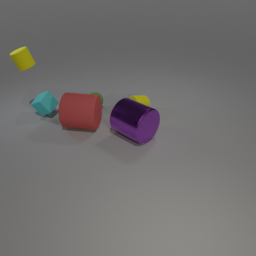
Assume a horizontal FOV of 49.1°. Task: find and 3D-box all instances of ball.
[{"bbox_3d":[-1.458,-1.245,12.563,0.700,0.700,0.700,0,33,0],"label":"ball"}]

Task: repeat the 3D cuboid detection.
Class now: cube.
[{"bbox_3d":[-3.584,-1.058,12.081,0.700,0.700,0.700,-11,41,38],"label":"cube"}]

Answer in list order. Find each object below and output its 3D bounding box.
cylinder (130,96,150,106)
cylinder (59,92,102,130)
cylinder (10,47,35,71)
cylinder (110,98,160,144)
[{"bbox_3d":[0.472,-1.079,12.368,0.700,0.700,0.700,-5,30,-36],"label":"cylinder"},{"bbox_3d":[-1.884,-0.686,11.303,1.400,1.400,1.400,5,33,7],"label":"cylinder"},{"bbox_3d":[-4.079,-2.678,10.861,0.700,0.700,0.700,-17,32,11],"label":"cylinder"},{"bbox_3d":[0.265,-0.291,10.697,1.400,1.400,1.400,27,41,35],"label":"cylinder"}]
